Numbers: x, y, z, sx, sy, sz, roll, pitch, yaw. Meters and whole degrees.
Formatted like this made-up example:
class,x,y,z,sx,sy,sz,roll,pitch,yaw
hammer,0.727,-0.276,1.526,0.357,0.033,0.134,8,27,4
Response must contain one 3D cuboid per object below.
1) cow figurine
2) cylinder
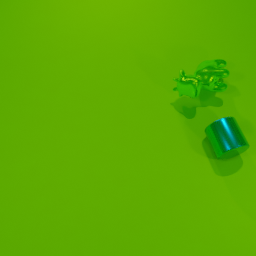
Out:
class,x,y,z,sx,sy,sz,roll,pitch,yaw
cow figurine,2.179,-1.516,8.444,1.613,0.900,1.639,2,38,10
cylinder,2.669,0.289,7.601,0.895,0.895,0.895,-15,65,-7
